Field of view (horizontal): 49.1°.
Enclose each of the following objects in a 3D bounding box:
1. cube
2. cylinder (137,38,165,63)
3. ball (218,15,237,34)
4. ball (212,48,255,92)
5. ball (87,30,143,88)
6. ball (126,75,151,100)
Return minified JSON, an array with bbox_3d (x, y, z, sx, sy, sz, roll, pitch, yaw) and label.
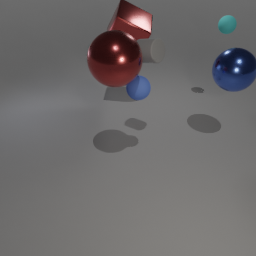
[{"bbox_3d":[0.002,-3.790,10.872,1.400,1.400,1.400,21,48,-16],"label":"cube"},{"bbox_3d":[0.621,-2.271,8.256,0.700,0.700,0.700,13,32,41],"label":"cylinder"},{"bbox_3d":[3.941,-4.097,11.118,0.700,0.700,0.700,0,32,0],"label":"ball"},{"bbox_3d":[3.441,-1.871,9.052,1.400,1.400,1.400,0,32,0],"label":"ball"},{"bbox_3d":[-0.327,-1.725,7.050,1.400,1.400,1.400,0,32,0],"label":"ball"},{"bbox_3d":[0.297,-1.140,7.967,0.700,0.700,0.700,0,32,0],"label":"ball"}]
